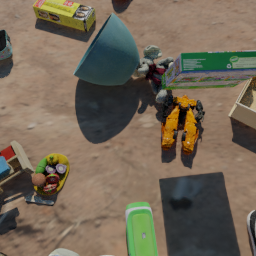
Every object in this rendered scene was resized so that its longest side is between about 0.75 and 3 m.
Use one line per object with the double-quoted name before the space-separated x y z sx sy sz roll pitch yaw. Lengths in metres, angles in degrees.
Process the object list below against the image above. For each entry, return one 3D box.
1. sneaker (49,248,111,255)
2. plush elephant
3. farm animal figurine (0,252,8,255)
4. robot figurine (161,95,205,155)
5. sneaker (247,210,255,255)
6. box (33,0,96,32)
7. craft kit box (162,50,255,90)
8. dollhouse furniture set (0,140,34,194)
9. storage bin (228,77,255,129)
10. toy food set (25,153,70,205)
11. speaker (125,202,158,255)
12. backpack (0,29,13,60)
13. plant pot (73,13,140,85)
"sneaker" -1.072 3.808 7.157 2.430 1.035 0.936 4 83 7
"plush elephant" 0.920 -2.104 10.244 1.437 1.529 1.856 19 33 -5
"farm animal figurine" -3.878 3.564 7.594 1.146 1.158 0.604 31 60 -16
"robot figurine" 1.818 -0.196 9.674 1.532 0.615 2.113 12 63 6
"sneaker" 3.944 3.382 7.226 1.002 1.535 2.743 -8 62 -4
"box" -2.759 -5.051 12.251 2.559 0.641 0.963 19 64 10
"craft kit box" 2.114 -1.408 7.137 2.145 2.118 0.520 -3 84 -5
"dollhouse furniture set" -4.699 1.010 8.120 2.768 1.951 1.940 -32 66 -9
"storage bin" 5.007 -0.880 9.834 2.089 0.979 2.074 29 66 15
"toy food set" -2.515 1.501 8.788 1.018 0.565 1.730 14 63 7
"speaker" 0.378 3.065 7.834 0.810 0.810 1.831 -6 62 -3
"backpack" -5.118 -3.207 11.141 0.977 0.852 1.111 -17 59 -5
"plant pot" -0.585 -2.528 10.128 1.710 2.539 2.539 32 62 -17
